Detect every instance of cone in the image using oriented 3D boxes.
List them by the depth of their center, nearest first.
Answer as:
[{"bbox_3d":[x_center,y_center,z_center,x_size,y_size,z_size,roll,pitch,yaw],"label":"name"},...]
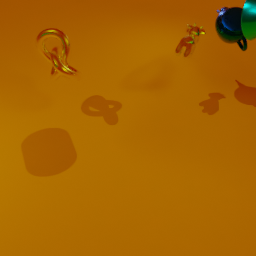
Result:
[{"bbox_3d":[3.191,-2.412,5.989,1.051,1.051,1.055,-36,35,-27],"label":"cone"}]

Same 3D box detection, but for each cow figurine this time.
[{"bbox_3d":[1.639,-2.317,7.418,0.550,0.986,1.002,28,16,8],"label":"cow figurine"}]

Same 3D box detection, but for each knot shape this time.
[{"bbox_3d":[-1.899,-1.936,7.546,0.723,1.463,1.564,-30,32,-23],"label":"knot shape"}]

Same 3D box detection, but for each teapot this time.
[{"bbox_3d":[2.809,-2.753,7.566,0.978,0.770,1.573,-23,72,1],"label":"teapot"}]
